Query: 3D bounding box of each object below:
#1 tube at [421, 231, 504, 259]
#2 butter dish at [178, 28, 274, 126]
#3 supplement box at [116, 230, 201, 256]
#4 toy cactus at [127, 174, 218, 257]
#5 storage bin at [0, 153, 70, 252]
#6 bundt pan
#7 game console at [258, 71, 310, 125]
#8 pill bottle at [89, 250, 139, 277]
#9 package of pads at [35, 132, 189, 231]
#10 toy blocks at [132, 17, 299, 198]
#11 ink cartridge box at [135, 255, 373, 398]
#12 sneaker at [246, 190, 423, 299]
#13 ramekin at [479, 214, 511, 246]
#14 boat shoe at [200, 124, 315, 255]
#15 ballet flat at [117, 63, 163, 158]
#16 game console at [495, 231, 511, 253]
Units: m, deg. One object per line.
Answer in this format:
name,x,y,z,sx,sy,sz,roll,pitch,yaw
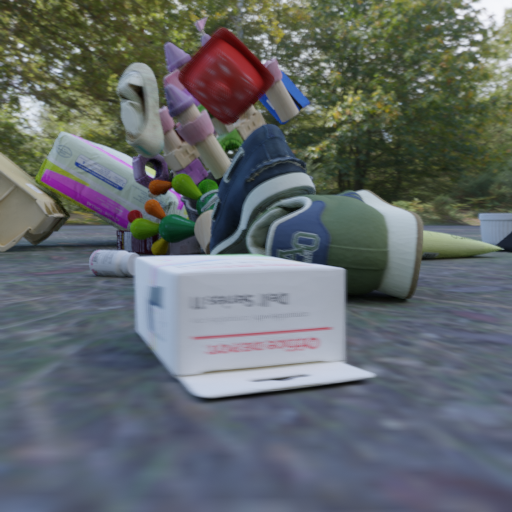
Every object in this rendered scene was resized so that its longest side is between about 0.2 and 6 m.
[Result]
tube,3.292,-0.164,9.575,1.910,0.496,0.554,3,40,-29
butter dish,-0.423,-2.171,7.113,0.976,0.979,0.724,-38,22,27
supplement box,-1.891,-0.273,10.788,1.532,0.466,0.834,4,6,39
toy cactus,-0.807,-0.575,9.717,2.912,1.489,2.402,-9,31,-6
storage bin,-5.826,-1.395,12.460,2.835,1.338,2.855,40,-3,-9
bundt pan,-0.142,-0.984,11.807,2.802,1.052,2.802,-4,32,2
game console,0.655,-4.048,14.324,1.010,1.183,0.700,-42,1,5
pill bottle,-1.656,0.093,6.601,0.556,0.315,0.315,2,4,27
package of pads,-3.377,-1.687,15.030,3.443,1.520,4.456,29,6,5
toy blocks,-1.314,-3.043,11.307,2.785,2.508,2.980,-46,23,-30
ink cartridge box,-0.102,0.264,2.862,0.837,0.481,1.430,-2,4,-21
sneaker,0.576,-0.229,5.835,1.366,1.020,3.043,4,7,-5
ramekin,6.167,-0.619,13.454,1.522,0.799,1.522,-1,4,0
boat shoe,-0.110,-0.576,6.848,1.065,0.879,2.844,-15,-14,-13
ballet flat,-1.970,-2.553,9.285,0.683,2.024,0.631,-30,-28,23
game console,5.599,-0.118,11.185,1.040,0.688,1.182,-34,17,-21
